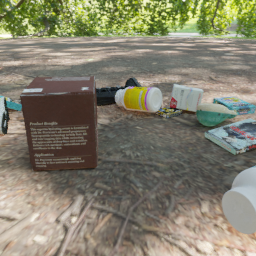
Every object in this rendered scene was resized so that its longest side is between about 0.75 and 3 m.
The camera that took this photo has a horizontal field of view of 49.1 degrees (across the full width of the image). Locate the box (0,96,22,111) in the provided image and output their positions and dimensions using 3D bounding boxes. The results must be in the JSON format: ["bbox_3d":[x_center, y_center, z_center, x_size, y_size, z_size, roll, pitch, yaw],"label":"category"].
[{"bbox_3d":[-5.600,-1.187,12.893,1.345,0.330,0.553,15,15,-28],"label":"box"}]

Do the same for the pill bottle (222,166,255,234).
[{"bbox_3d":[3.283,1.409,6.096,2.552,1.414,1.414,-13,26,-26],"label":"pill bottle"}]

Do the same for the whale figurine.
[{"bbox_3d":[3.583,-0.489,11.386,1.764,0.915,1.403,7,3,-31],"label":"whale figurine"}]

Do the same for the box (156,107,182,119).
[{"bbox_3d":[1.831,-0.709,12.557,0.926,0.228,0.739,-14,25,-29],"label":"box"}]

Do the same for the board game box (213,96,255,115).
[{"bbox_3d":[4.967,-1.071,13.205,1.203,0.374,1.593,-6,24,-15],"label":"board game box"}]

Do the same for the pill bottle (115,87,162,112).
[{"bbox_3d":[0.431,-1.320,12.702,2.072,1.080,1.080,9,24,37],"label":"pill bottle"}]

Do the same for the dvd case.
[{"bbox_3d":[4.158,0.255,10.066,2.216,0.244,1.617,-16,27,-18],"label":"dvd case"}]

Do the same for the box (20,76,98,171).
[{"bbox_3d":[-1.933,-0.207,8.634,1.982,2.389,1.961,-1,23,-5],"label":"box"}]

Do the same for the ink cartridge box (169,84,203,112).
[{"bbox_3d":[2.671,-1.384,12.863,1.350,0.981,0.976,12,16,6],"label":"ink cartridge box"}]

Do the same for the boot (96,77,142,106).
[{"bbox_3d":[-0.799,-1.911,14.653,2.826,0.928,2.329,-11,23,-13],"label":"boot"}]

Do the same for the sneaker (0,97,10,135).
[{"bbox_3d":[-5.421,-0.522,11.138,1.186,1.026,2.626,-9,25,-14],"label":"sneaker"}]
